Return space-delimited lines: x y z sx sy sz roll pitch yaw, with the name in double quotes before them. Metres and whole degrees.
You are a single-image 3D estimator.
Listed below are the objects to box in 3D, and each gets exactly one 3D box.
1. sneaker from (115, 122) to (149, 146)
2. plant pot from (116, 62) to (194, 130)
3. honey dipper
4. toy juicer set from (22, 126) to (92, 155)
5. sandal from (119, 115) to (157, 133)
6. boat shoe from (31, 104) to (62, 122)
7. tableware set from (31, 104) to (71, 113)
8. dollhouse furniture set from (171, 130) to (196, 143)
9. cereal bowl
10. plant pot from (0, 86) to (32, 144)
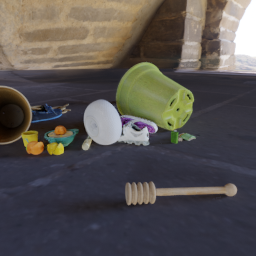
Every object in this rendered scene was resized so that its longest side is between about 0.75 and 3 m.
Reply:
"sneaker" -0.076 0.141 9.834 1.696 0.751 0.628 3 16 16
"plant pot" 1.288 -1.144 11.788 2.675 2.675 2.459 -13 32 -38
"honey dipper" 1.185 1.364 6.074 2.473 0.470 0.470 0 15 -11
"toy juicer set" -2.179 0.330 9.252 2.499 0.680 1.590 -5 16 -19
"sandal" 0.226 -0.086 10.878 1.853 0.754 0.455 7 47 32
"boat shoe" -3.880 -0.738 13.093 0.822 0.670 1.953 10 18 32
"tableware set" -4.189 -1.028 14.619 2.056 0.412 1.359 4 16 13
"dollhouse furniture set" 1.954 0.236 10.099 1.048 0.405 0.524 -13 21 -40
"cereal bowl" -0.967 -0.128 9.345 1.551 1.551 0.646 15 28 42
"plant pot" -4.484 -0.453 10.400 1.964 1.964 2.107 -4 2 -12
